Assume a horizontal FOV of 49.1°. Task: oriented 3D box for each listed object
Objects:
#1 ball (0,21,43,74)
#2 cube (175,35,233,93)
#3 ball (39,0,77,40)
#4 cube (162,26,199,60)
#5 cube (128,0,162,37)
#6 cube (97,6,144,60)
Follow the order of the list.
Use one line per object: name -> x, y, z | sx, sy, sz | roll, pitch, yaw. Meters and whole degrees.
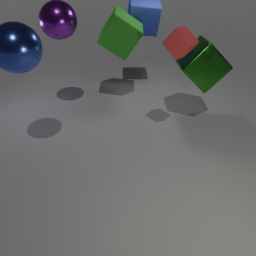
ball -> -3.098, -2.215, 7.774 | 1.400, 1.400, 1.400 | 0, 33, 0
cube -> 2.925, -2.509, 10.980 | 1.400, 1.400, 1.400 | 39, 21, -21
ball -> -2.586, -3.995, 10.392 | 1.400, 1.400, 1.400 | 0, 33, 0
cube -> 1.652, -2.676, 8.780 | 0.700, 0.700, 0.700 | 52, 40, 5
cube -> 0.711, -5.264, 13.013 | 1.400, 1.400, 1.400 | 3, 47, -5
cube -> -0.310, -4.023, 11.881 | 1.400, 1.400, 1.400 | 29, 31, -18
